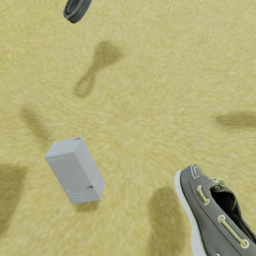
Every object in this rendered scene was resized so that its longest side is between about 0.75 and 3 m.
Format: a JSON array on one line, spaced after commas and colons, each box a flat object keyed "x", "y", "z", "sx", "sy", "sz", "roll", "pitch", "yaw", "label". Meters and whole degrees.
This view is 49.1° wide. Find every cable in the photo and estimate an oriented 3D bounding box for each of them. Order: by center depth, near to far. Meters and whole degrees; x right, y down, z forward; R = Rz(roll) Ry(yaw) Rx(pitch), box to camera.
[{"x": -0.579, "y": -3.064, "z": 4.989, "sx": 2.430, "sy": 0.612, "sz": 1.180, "roll": -51, "pitch": 51, "yaw": 1, "label": "cable"}]

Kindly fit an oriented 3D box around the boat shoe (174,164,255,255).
[{"x": 1.166, "y": 1.087, "z": 3.713, "sx": 0.809, "sy": 2.265, "sz": 0.677, "roll": 40, "pitch": 107, "yaw": -13, "label": "boat shoe"}]

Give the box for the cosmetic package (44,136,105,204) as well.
[{"x": -0.820, "y": 0.686, "z": 4.492, "sx": 0.548, "sy": 1.027, "sz": 0.463, "roll": -14, "pitch": 32, "yaw": 19, "label": "cosmetic package"}]
